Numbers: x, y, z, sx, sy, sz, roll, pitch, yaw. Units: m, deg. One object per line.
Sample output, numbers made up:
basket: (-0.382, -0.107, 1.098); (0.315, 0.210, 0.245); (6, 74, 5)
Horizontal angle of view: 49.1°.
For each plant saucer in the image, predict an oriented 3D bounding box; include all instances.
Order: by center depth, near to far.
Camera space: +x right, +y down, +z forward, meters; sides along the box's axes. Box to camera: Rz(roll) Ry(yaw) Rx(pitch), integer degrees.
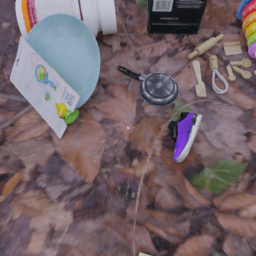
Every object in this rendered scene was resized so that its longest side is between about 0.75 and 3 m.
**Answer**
plant saucer: (-1.911, -1.846, 8.246); (2.829, 0.545, 2.829); (3, 98, 26)

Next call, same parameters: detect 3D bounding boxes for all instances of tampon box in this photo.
tampon box: (1.569, -4.687, 9.557); (1.844, 1.553, 2.460); (1, 65, 0)

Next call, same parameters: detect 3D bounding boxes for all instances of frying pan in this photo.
frying pan: (0.733, -1.562, 8.819); (1.272, 0.342, 2.102); (-32, 72, -14)

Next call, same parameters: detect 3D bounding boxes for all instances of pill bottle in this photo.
pill bottle: (-1.896, -3.569, 9.009); (2.919, 1.599, 1.599); (-8, 65, -4)

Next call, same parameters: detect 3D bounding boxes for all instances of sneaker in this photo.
sneaker: (1.460, 0.199, 7.889); (0.799, 0.559, 1.607); (22, 63, 17)

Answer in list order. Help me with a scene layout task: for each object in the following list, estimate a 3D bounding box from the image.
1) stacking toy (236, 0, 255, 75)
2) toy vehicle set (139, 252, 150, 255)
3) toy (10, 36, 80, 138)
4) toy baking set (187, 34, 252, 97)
stacking toy: (4.401, -2.790, 8.869); (1.714, 1.621, 2.954); (5, 76, 7)
toy vehicle set: (0.698, 4.295, 6.053); (1.620, 0.346, 2.607); (14, 66, 6)
toy: (-2.344, -1.203, 8.169); (2.749, 1.583, 0.649); (47, 36, 21)
toy baking set: (2.901, -2.066, 9.035); (2.465, 0.287, 1.892); (-30, 69, -13)
